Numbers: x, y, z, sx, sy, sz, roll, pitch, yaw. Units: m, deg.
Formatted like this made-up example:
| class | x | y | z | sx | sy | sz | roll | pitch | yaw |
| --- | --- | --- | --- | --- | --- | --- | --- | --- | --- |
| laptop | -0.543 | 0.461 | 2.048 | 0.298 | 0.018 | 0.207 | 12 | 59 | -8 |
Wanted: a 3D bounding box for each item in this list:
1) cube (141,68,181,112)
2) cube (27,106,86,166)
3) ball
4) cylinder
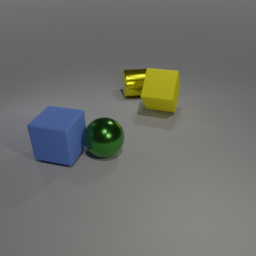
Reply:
| class | x | y | z | sx | sy | sz | roll | pitch | yaw |
| --- | --- | --- | --- | --- | --- | --- | --- | --- | --- |
| cube | 1.484 | -1.654 | 12.425 | 1.400 | 1.400 | 1.400 | 9 | 75 | 17 |
| cube | -2.337 | 0.230 | 9.569 | 1.400 | 1.400 | 1.400 | 8 | 33 | 14 |
| ball | -0.822 | 0.325 | 9.718 | 1.400 | 1.400 | 1.400 | 0 | 29 | 0 |
| cylinder | 0.466 | -2.336 | 14.490 | 1.400 | 1.400 | 1.400 | -5 | 29 | -8 |
